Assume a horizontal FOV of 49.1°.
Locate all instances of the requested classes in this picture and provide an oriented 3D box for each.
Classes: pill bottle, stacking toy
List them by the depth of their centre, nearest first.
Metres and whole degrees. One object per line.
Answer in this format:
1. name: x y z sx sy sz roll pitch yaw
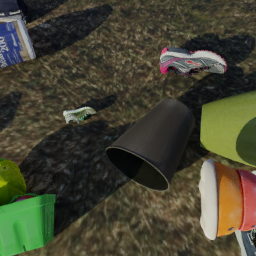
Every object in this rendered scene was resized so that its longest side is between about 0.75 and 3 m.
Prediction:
1. stacking toy: 2.527 1.406 5.483 2.155 1.575 1.575 -1 59 12
2. pill bottle: -4.820 -2.862 10.074 2.607 1.446 1.446 -20 61 -11

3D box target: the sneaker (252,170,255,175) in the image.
1. sneaker: 3.519 2.354 7.235 1.375 1.035 2.941 20 54 16

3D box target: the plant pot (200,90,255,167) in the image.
1. plant pot: 3.524 0.009 7.976 2.767 2.589 2.589 3 58 16

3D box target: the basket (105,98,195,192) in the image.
1. basket: 0.856 0.361 8.140 2.091 1.577 2.319 22 57 30

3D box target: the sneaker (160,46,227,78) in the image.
1. sneaker: 2.321 -2.234 10.097 2.364 0.953 0.883 10 76 13

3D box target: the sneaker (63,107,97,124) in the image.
1. sneaker: -1.570 -0.371 9.269 1.110 0.427 0.492 -10 74 -1

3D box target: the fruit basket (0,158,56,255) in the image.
1. fruit basket: -3.220 1.904 7.146 2.727 1.967 2.727 1 76 -5

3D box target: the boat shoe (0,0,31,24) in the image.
1. boat shoe: -5.398 -5.076 11.531 2.609 1.210 0.974 5 59 3

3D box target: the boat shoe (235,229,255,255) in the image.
1. boat shoe: 3.055 2.827 7.178 0.451 0.546 1.457 -12 61 9
